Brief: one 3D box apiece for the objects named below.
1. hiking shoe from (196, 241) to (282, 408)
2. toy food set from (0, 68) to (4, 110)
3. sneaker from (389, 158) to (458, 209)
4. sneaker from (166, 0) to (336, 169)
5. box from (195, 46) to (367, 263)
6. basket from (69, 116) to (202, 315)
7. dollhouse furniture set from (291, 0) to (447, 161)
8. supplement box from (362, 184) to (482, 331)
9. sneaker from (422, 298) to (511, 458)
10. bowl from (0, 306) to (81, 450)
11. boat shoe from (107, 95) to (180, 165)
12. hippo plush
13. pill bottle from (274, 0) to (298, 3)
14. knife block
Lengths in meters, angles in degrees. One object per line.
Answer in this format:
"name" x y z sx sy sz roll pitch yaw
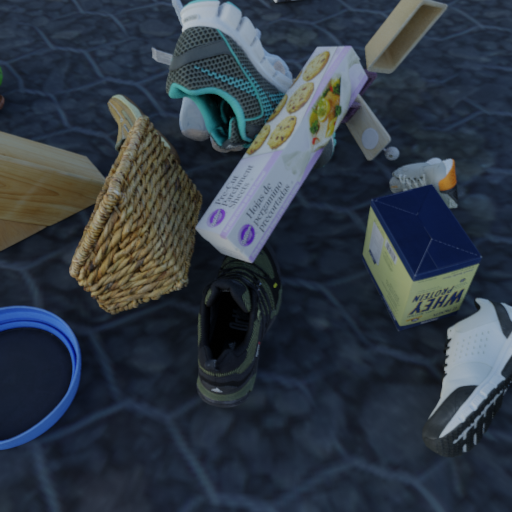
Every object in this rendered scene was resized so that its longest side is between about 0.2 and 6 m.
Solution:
"hiking shoe" -0.168 0.571 7.302 0.983 1.306 2.595 7 53 4
"toy food set" -5.279 -3.085 10.643 1.185 0.658 2.014 -26 51 11
"sneaker" 2.531 -1.079 8.599 0.893 0.735 1.942 -7 9 9
"sneaker" -0.090 -2.020 8.066 1.243 3.205 1.462 1 64 48
"box" 0.409 -1.430 7.489 0.669 0.625 3.230 18 70 45
"basket" -1.858 -0.564 7.616 1.583 1.652 2.218 -20 37 19
"dollhouse furniture set" 2.060 -2.801 9.099 1.996 2.519 1.788 -10 64 -39
"supplement box" 2.175 0.036 7.667 0.912 1.358 1.359 -15 54 -7
"sneaker" 2.685 1.464 7.031 0.976 0.900 2.440 27 51 35
"bowl" -3.188 1.542 7.149 1.924 0.378 1.924 0 52 0
"boat shoe" -2.167 -2.098 9.813 0.754 0.709 1.980 -37 60 -12
"hippo plush" -0.441 -3.065 10.157 2.484 1.978 1.997 34 27 6
"pill bottle" 0.876 -6.222 13.077 0.937 0.498 0.498 -10 53 -8
"knife block" -3.769 -1.341 8.016 2.879 2.527 0.921 -31 60 -22
